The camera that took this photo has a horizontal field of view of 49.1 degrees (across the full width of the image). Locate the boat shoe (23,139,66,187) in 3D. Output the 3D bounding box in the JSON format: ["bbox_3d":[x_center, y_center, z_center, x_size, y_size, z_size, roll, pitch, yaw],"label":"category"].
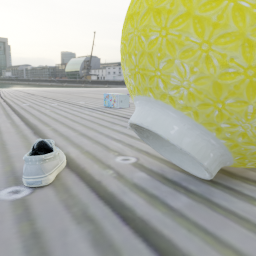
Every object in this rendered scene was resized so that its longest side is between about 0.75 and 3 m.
[{"bbox_3d":[-1.051,0.356,3.608,0.424,0.433,1.215,-1,10,-5],"label":"boat shoe"}]

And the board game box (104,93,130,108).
[{"bbox_3d":[-0.518,-1.237,12.515,0.603,0.614,1.171,-7,13,-38],"label":"board game box"}]

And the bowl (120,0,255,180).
[{"bbox_3d":[0.898,-0.354,3.340,2.897,1.559,2.897,36,-8,6],"label":"bowl"}]
